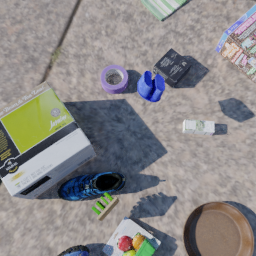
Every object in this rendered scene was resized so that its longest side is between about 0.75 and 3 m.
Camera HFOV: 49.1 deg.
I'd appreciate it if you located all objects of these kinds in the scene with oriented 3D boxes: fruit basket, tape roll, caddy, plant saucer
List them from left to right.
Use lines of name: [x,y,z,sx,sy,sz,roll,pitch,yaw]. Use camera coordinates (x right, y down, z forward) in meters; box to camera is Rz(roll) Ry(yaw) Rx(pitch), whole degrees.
tape roll: [-0.536,-1.912,11.027,1.072,0.456,1.072,0,72,0]
fruit basket: [0.120,3.910,9.243,1.465,0.687,1.357,29,74,24]
caddy: [0.692,-1.235,8.554,0.771,0.572,1.090,18,42,-13]
plant saucer: [2.952,3.652,9.341,2.341,0.428,2.341,0,74,0]

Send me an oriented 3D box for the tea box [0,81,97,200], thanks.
tea box: [-3.036,0.469,9.540,2.813,1.879,2.767,-33,76,-10]

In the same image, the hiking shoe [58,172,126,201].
hiking shoe: [-1.262,1.894,9.549,2.403,1.042,0.894,-14,73,-4]

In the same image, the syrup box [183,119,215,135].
syrup box: [2.635,-0.026,10.448,1.105,0.450,0.435,5,73,1]

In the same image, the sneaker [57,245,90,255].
sneaker: [-2.236,4.734,8.823,2.677,1.008,1.050,-40,84,-2]

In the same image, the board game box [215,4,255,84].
board game box: [5.159,-3.213,11.012,2.017,1.225,2.530,-41,77,-11]

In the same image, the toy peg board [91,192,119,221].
toy peg board: [-0.729,2.447,8.853,0.426,0.867,0.871,40,75,15]

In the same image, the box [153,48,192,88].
box: [1.732,-2.359,11.062,1.087,0.638,1.069,41,77,11]

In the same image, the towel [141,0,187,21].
towel: [1.658,-5.693,12.309,1.860,0.218,1.419,-39,78,-11]
